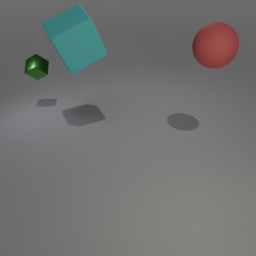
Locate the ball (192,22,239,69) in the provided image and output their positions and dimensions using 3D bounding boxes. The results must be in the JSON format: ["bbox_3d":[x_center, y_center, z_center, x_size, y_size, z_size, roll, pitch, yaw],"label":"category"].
[{"bbox_3d":[2.726,-2.572,8.761,1.400,1.400,1.400,0,31,0],"label":"ball"}]

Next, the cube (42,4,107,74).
[{"bbox_3d":[-1.761,-2.936,9.262,1.400,1.400,1.400,-30,48,-3],"label":"cube"}]

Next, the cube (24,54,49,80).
[{"bbox_3d":[-3.887,-2.593,11.945,0.700,0.700,0.700,-17,64,32],"label":"cube"}]
